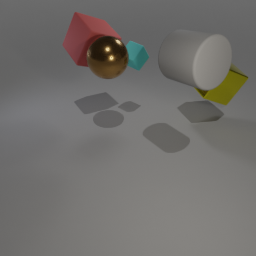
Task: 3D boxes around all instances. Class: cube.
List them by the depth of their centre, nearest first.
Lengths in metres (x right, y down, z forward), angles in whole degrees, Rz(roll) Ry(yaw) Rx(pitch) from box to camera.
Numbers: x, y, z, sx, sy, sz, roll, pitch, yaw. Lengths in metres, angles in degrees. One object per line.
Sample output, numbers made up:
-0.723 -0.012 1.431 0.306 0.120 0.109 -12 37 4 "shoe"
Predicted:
-1.370 -3.221 10.484 1.400 1.400 1.400 -2 45 -43 "cube"
0.249 -2.729 10.600 0.700 0.700 0.700 32 83 32 "cube"
3.527 -1.961 11.136 1.400 1.400 1.400 11 36 -32 "cube"

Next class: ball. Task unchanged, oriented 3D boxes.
-0.669 -2.318 9.250 1.400 1.400 1.400 0 32 0 "ball"

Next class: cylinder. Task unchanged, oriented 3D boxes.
1.766 -1.845 7.492 1.400 1.400 1.400 -19 31 -28 "cylinder"
